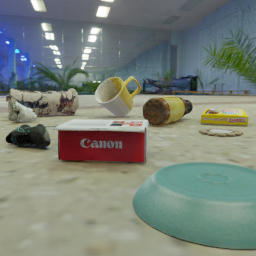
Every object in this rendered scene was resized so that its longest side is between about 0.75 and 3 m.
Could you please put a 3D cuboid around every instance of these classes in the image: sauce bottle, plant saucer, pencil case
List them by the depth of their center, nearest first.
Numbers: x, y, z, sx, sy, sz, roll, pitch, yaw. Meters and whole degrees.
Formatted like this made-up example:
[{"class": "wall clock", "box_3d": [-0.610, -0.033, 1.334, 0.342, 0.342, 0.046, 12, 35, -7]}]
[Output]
[{"class": "plant saucer", "box_3d": [0.912, 0.660, 2.963, 1.730, 0.311, 1.730, 0, 9, 0]}, {"class": "sauce bottle", "box_3d": [1.580, -0.666, 10.027, 0.974, 0.974, 2.950, 5, 9, 33]}, {"class": "pencil case", "box_3d": [-3.725, -1.129, 12.245, 2.995, 1.165, 1.339, -4, 21, -22]}]

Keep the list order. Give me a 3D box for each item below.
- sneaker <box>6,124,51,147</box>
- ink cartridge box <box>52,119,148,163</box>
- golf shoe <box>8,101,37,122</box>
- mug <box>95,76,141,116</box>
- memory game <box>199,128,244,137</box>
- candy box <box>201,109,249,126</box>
[{"class": "sneaker", "box_3d": [-2.079, 0.220, 5.833, 1.344, 0.507, 0.533, 0, 20, 47]}, {"class": "ink cartridge box", "box_3d": [-0.408, 0.218, 4.876, 1.487, 0.623, 1.305, 1, 8, 6]}, {"class": "golf shoe", "box_3d": [-3.964, -0.520, 10.557, 0.912, 0.734, 1.876, 15, 6, -30]}, {"class": "mug", "box_3d": [-0.318, -1.230, 11.777, 1.690, 1.353, 1.387, -13, -38, 26]}, {"class": "memory game", "box_3d": [2.501, 0.115, 7.565, 1.157, 0.074, 1.157, 0, 7, 0]}, {"class": "candy box", "box_3d": [3.580, -0.449, 10.407, 1.489, 0.385, 2.912, 5, 10, 18]}]
